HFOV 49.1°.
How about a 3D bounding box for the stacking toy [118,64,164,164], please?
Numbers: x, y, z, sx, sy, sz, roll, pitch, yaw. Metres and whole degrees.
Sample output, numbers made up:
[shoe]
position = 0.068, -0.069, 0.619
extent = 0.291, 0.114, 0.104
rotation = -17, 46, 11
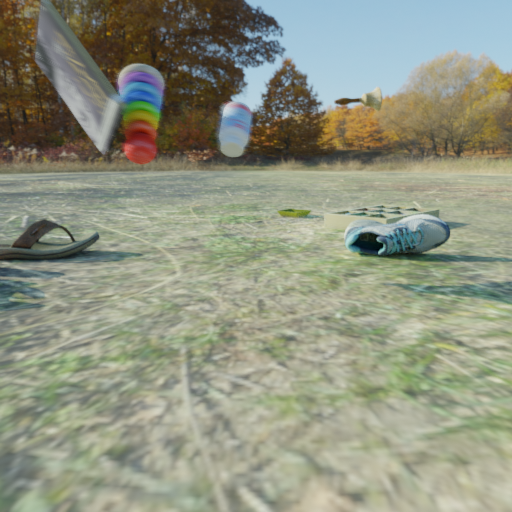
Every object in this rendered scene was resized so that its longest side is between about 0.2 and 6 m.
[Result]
[stacking toy]
position = -2.038, -2.419, 9.781
extent = 0.818, 1.915, 0.818
rotation = -3, -31, -2

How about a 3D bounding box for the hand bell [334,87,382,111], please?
[hand bell]
position = 2.281, -3.528, 12.735
extent = 1.033, 0.538, 0.538
rotation = -6, 12, -5

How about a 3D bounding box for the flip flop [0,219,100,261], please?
[flip flop]
position = -4.511, -0.361, 11.294
extent = 2.596, 0.747, 1.053
rotation = -2, 11, -9

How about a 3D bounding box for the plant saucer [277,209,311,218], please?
[plant saucer]
position = 1.210, -1.345, 17.771
extent = 0.824, 0.198, 0.825
rotation = 8, 14, 36

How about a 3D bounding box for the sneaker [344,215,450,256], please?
[sneaker]
position = 2.811, -0.288, 11.312
extent = 2.122, 0.823, 0.916
rotation = -4, 19, 20

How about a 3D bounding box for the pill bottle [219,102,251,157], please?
[pill bottle]
position = -0.341, -2.008, 8.928
extent = 0.459, 0.843, 0.459
rotation = 4, -31, 3

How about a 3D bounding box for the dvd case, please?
[dvd case]
position = -2.961, -2.876, 9.265
extent = 0.167, 2.090, 1.554
rotation = -36, -1, -30

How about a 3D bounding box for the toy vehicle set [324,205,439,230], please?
[toy vehicle set]
position = 3.578, -1.056, 15.742
extent = 1.924, 0.411, 3.097
rotation = 10, 15, 41
